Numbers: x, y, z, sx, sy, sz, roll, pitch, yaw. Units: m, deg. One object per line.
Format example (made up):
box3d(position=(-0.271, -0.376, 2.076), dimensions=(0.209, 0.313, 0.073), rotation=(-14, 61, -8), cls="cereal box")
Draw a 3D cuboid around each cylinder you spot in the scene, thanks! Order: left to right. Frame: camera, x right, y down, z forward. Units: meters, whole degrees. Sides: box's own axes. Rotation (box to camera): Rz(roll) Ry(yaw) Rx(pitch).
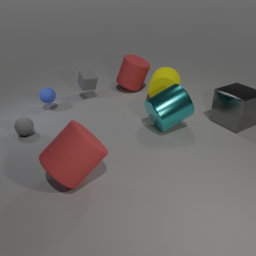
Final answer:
box3d(position=(-1.530, 0.739, 7.950), dimensions=(1.400, 1.400, 1.400), rotation=(-47, 39, 1), cls="cylinder")
box3d(position=(0.263, -2.851, 14.403), dimensions=(1.400, 1.400, 1.400), rotation=(16, 31, -10), cls="cylinder")
box3d(position=(1.732, -1.996, 13.235), dimensions=(1.400, 1.400, 1.400), rotation=(6, 31, 10), cls="cylinder")
box3d(position=(1.571, -0.780, 10.777), dimensions=(1.400, 1.400, 1.400), rotation=(-30, 36, -8), cls="cylinder")

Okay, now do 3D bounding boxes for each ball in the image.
box3d(position=(-3.920, -0.068, 10.577), dimensions=(0.700, 0.700, 0.700), rotation=(0, 30, 0), cls="ball")
box3d(position=(-3.534, -1.432, 12.315), dimensions=(0.700, 0.700, 0.700), rotation=(0, 30, 0), cls="ball")

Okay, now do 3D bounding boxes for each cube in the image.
box3d(position=(-1.917, -2.267, 13.287), dimensions=(0.700, 0.700, 0.700), rotation=(-9, 49, -27), cls="cube")
box3d(position=(4.383, -0.859, 11.307), dimensions=(1.400, 1.400, 1.400), rotation=(-18, 34, -29), cls="cube")
